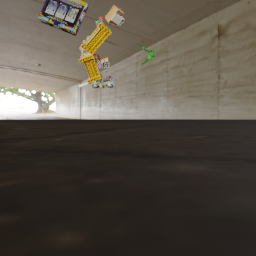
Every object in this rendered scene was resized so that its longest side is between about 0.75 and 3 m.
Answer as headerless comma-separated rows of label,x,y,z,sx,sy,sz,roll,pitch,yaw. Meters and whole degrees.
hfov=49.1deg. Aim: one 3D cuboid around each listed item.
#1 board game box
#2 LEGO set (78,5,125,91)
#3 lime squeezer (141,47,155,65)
board game box,-2.314,-4.148,10.059,1.435,1.186,0.407,24,-3,6
LEGO set,-1.029,-2.745,9.417,1.368,2.975,1.107,-3,42,-16
lime squeezer,0.674,-2.365,9.258,0.440,0.235,1.245,-25,-11,-4
